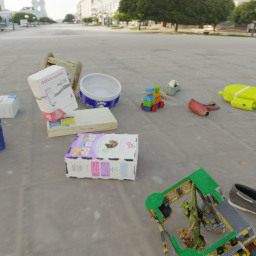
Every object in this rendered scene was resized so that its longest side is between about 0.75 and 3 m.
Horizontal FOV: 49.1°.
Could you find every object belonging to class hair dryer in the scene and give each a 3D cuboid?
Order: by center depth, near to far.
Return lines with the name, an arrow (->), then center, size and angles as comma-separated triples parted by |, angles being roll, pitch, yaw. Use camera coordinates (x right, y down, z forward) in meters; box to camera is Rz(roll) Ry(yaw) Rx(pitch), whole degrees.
hair dryer -> 3.515, -1.017, 12.917 | 1.484, 0.529, 1.949 | 8, 26, 15

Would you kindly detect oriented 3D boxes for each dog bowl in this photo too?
dog bowl -> -1.353, -1.790, 13.557 | 1.978, 0.779, 1.978 | 8, 42, -7

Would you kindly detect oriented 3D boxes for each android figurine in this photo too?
android figurine -> 6.113, -1.567, 14.060 | 3.000, 0.616, 2.731 | 19, 30, 35

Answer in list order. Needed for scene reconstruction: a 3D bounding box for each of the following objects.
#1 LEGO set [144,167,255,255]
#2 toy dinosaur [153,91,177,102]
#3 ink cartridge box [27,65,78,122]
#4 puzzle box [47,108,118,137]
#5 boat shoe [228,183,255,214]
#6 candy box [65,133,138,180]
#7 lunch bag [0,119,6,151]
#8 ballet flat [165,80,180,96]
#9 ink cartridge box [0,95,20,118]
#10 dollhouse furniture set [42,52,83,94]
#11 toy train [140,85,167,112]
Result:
LEGO set -> 1.514, 2.053, 5.492 | 1.835, 1.383, 2.387 | -37, 29, -7
toy dinosaur -> 1.668, -1.735, 14.558 | 0.932, 0.536, 1.843 | -16, 28, -35
ink cartridge box -> -2.895, -1.354, 10.918 | 0.741, 1.790, 1.312 | 16, 43, 41
puzzle box -> -1.946, -0.289, 11.463 | 2.704, 0.344, 1.799 | -7, 25, -15
boat shoe -> 3.256, 1.784, 6.518 | 1.787, 0.509, 0.597 | 14, 27, 29
candy box -> -0.707, 0.807, 8.502 | 1.984, 0.710, 1.664 | 2, 24, 5
lunch bag -> -5.058, 0.198, 9.031 | 1.433, 1.396, 2.109 | 10, 26, 22
ballet flat -> 2.570, -2.384, 15.873 | 0.692, 0.654, 2.054 | 8, 25, 19
ink cartridge box -> -5.879, -0.948, 12.502 | 1.695, 0.717, 1.225 | -2, 24, -8
dollhouse furniture set -> -2.853, -2.922, 15.532 | 2.903, 1.614, 2.568 | 18, 10, 4
toy train -> 1.382, -1.548, 13.408 | 0.799, 1.092, 1.888 | 17, 29, 33
